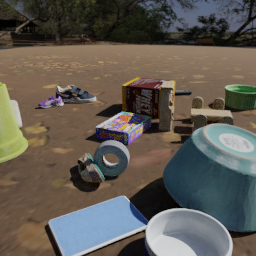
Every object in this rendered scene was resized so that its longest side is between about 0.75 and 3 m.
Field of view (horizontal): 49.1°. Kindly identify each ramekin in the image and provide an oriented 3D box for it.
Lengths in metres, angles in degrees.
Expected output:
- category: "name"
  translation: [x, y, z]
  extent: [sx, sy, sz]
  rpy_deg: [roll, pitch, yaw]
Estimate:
- category: "ramekin"
  translation: [5.935, -1.601, 14.514]
  extent: [1.852, 0.905, 1.852]
  rpy_deg: [0, 21, 0]

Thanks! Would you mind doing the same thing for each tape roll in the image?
- category: "tape roll"
  translation: [-0.471, 0.873, 8.037]
  extent: [1.012, 1.012, 0.334]
  rpy_deg: [2, 21, 6]

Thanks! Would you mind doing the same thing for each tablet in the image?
- category: "tablet"
  translation: [-0.629, 2.100, 6.107]
  extent: [1.940, 0.132, 1.262]
  rpy_deg: [-13, 25, -27]

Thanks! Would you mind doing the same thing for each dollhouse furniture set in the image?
- category: "dollhouse furniture set"
  translation: [2.723, -0.840, 11.307]
  extent: [2.800, 1.822, 2.572]
  rpy_deg: [4, 22, 11]

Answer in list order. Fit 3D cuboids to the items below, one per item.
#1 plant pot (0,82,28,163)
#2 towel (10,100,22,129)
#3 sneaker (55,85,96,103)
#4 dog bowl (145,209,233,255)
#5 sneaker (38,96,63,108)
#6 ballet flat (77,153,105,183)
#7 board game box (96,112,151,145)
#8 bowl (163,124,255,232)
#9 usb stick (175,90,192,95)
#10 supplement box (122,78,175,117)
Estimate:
- category: "plant pot"
  translation: [-4.775, -0.299, 9.307]
  extent: [2.479, 2.279, 2.479]
  rpy_deg: [0, 22, 0]
- category: "towel"
  translation: [-5.499, -0.536, 12.020]
  extent: [1.626, 0.423, 2.454]
  rpy_deg: [-7, 33, -23]
- category: "sneaker"
  translation: [-2.862, -1.865, 15.279]
  extent: [2.224, 0.883, 0.872]
  rpy_deg: [1, 20, -2]
- category: "dog bowl"
  translation: [1.081, 2.209, 5.167]
  extent: [1.546, 0.609, 1.546]
  rpy_deg: [0, 21, 0]
- category: "sneaker"
  translation: [-3.991, -1.374, 14.422]
  extent: [1.275, 0.564, 0.513]
  rpy_deg: [-11, 25, -24]
- category: "ballet flat"
  translation: [-1.108, 1.231, 7.986]
  extent: [0.530, 0.536, 1.576]
  rpy_deg: [-28, 23, -12]
- category: "board game box"
  translation: [-0.120, -0.049, 11.145]
  extent: [1.406, 0.468, 2.091]
  rpy_deg: [11, 24, 25]
- category: "bowl"
  translation: [2.353, 0.893, 6.694]
  extent: [2.793, 1.461, 2.793]
  rpy_deg: [8, 28, -4]
- category: "usb stick"
  translation: [3.019, -2.115, 16.736]
  extent: [1.558, 0.254, 0.432]
  rpy_deg: [-2, 21, -6]
- category: "supplement box"
  translation: [1.045, -1.545, 13.729]
  extent: [2.069, 1.374, 2.041]
  rpy_deg: [9, 23, 21]
